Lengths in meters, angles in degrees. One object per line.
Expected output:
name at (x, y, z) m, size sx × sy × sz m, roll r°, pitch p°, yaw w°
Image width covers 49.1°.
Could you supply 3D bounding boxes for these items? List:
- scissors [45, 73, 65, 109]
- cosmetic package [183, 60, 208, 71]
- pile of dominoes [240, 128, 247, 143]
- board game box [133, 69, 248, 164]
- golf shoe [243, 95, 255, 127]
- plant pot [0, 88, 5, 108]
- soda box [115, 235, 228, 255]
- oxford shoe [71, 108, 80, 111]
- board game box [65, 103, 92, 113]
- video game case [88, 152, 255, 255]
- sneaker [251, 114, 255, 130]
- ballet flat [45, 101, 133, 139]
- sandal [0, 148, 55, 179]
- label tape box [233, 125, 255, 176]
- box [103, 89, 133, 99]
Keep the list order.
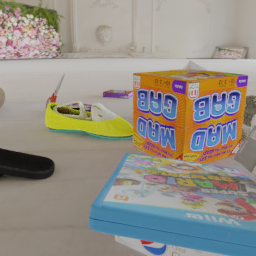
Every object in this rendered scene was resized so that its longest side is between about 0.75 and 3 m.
scissors at (-2.510, -1.194, 9.543) m, size 0.119 × 1.702 × 0.623 m, roll -6°, pitch 37°, yaw -42°
cosmetic package at (2.308, -1.346, 8.659) m, size 1.497 × 0.759 × 0.533 m, roll 28°, pitch -8°, yaw -4°
pile of dominoes at (2.678, 0.164, 7.732) m, size 1.037 × 0.212 × 1.331 m, roll 3°, pitch 25°, yaw 7°
board game box at (1.330, -0.347, 6.426) m, size 1.793 × 1.793 × 1.794 m, roll -10°, pitch 20°, yaw -31°
golf shoe at (4.361, -0.370, 8.463) m, size 2.565 × 1.004 × 1.247 m, roll 10°, pitch 2°, yaw 12°
plant pot at (-5.245, -1.151, 10.082) m, size 1.525 × 1.525 × 1.330 m, roll 6°, pitch 0°, yaw 20°
soda box at (0.643, 1.284, 3.333) m, size 1.631 × 0.519 × 0.556 m, roll 10°, pitch 20°, yaw 32°
oxford shoe at (-1.939, -0.571, 9.497) m, size 0.799 × 0.299 × 0.281 m, roll -10°, pitch 58°, yaw 2°
board game box at (-1.800, -0.701, 10.300) m, size 1.605 × 0.259 × 0.964 m, roll 9°, pitch 15°, yaw 27°
video game case at (0.843, 0.821, 3.788) m, size 2.121 × 0.264 × 2.964 m, roll 9°, pitch 5°, yaw 5°
sneaker at (4.163, 0.186, 6.784) m, size 2.207 × 0.830 × 0.977 m, roll 5°, pitch 33°, yaw 24°
ballet flat at (-1.115, -0.279, 7.730) m, size 2.717 × 0.911 × 0.908 m, roll 6°, pitch 19°, yaw 19°
sandal at (-2.665, 0.730, 5.348) m, size 2.439 × 0.550 × 0.916 m, roll 13°, pitch 21°, yaw -8°
label tape box at (2.547, 0.835, 3.514) m, size 1.518 × 0.700 × 2.119 m, roll 27°, pitch 14°, yaw -14°
box at (-0.438, -1.604, 13.135) m, size 1.269 × 0.248 × 0.868 m, roll 6°, pitch 18°, yaw 18°
